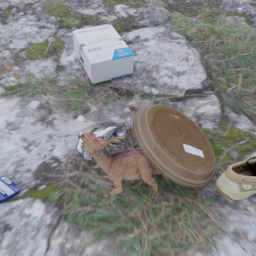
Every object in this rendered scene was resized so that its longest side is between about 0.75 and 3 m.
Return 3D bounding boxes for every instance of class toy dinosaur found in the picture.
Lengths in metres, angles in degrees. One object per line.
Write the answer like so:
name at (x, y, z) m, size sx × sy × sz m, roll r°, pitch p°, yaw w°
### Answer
toy dinosaur at (0.070, 0.827, 6.833) m, size 2.396 × 1.624 × 1.028 m, roll 1°, pitch 11°, yaw -19°

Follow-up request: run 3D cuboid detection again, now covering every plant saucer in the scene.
plant saucer at (1.338, 0.334, 7.487) m, size 2.708 × 0.399 × 2.708 m, roll 25°, pitch 38°, yaw -21°

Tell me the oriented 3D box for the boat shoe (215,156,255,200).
boat shoe at (3.197, 1.124, 6.873) m, size 2.358 × 0.761 × 0.840 m, roll -9°, pitch 38°, yaw -34°

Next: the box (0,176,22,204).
box at (-3.222, 1.565, 6.914) m, size 0.644 × 0.172 × 1.064 m, roll 34°, pitch 15°, yaw 11°

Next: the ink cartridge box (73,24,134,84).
ink cartridge box at (-0.990, -2.918, 10.796) m, size 1.669 × 0.979 × 2.279 m, roll -17°, pitch 51°, yaw -18°

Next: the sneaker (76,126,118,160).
sneaker at (-1.011, 0.299, 8.266) m, size 0.816 × 0.571 × 1.413 m, roll 25°, pitch 44°, yaw 32°
